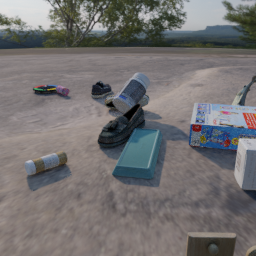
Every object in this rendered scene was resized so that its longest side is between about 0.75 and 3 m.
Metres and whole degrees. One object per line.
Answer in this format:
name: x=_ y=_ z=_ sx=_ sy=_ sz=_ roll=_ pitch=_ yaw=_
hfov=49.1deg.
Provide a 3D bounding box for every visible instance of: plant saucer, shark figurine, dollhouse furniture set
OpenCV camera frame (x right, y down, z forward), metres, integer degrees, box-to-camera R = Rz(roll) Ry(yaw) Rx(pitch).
plant saucer: x=0.338 y=0.542 z=7.342 sx=0.937 sy=0.254 sz=2.680 roll=4 pitch=21 yaw=11
shark figurine: x=4.579 y=-1.090 z=10.855 sx=0.843 sy=2.019 sz=1.207 roll=37 pitch=-14 yaw=-5
dollhouse furniture set: x=1.241 y=1.825 z=2.511 sx=1.257 sy=1.077 sz=1.321 roll=0 pitch=20 yaw=1

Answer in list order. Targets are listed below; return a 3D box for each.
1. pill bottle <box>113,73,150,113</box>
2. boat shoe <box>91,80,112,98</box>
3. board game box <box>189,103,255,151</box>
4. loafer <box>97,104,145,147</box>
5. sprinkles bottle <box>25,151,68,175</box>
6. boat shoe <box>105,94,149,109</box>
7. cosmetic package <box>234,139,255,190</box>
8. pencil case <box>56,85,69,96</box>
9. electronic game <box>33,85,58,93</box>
pill bottle: x=0.163 y=-1.308 z=10.387 sx=0.843 sy=0.843 sz=1.481 roll=16 pitch=60 yaw=38
boat shoe: x=-1.274 y=-2.001 z=13.772 sx=0.749 sy=0.647 sz=2.062 roll=5 pitch=20 yaw=13
board game box: x=3.100 y=-0.084 z=8.418 sx=2.334 sy=0.666 sz=2.384 roll=6 pitch=21 yaw=15
loafer: x=-0.189 y=-0.155 z=8.500 sx=0.848 sy=0.743 sz=2.361 roll=10 pitch=22 yaw=26
sprinkles bottle: x=-1.878 y=0.797 z=6.481 sx=0.941 sy=0.321 sz=0.321 roll=-16 pitch=26 yaw=-39
boat shoe: x=-0.045 y=-0.988 z=11.086 sx=1.780 sy=0.665 sz=0.609 roll=-5 pitch=24 yaw=10
cosmetic package: x=3.212 y=0.761 z=5.721 sx=1.827 sy=0.929 sz=0.676 roll=1 pitch=20 yaw=6
pencil case: x=-3.218 y=-1.835 z=13.726 sx=0.406 sy=0.406 sz=0.929 roll=-13 pitch=24 yaw=-32
electronic game: x=-4.175 y=-2.040 z=14.416 sx=1.386 sy=0.288 sz=1.386 roll=0 pitch=20 yaw=0
